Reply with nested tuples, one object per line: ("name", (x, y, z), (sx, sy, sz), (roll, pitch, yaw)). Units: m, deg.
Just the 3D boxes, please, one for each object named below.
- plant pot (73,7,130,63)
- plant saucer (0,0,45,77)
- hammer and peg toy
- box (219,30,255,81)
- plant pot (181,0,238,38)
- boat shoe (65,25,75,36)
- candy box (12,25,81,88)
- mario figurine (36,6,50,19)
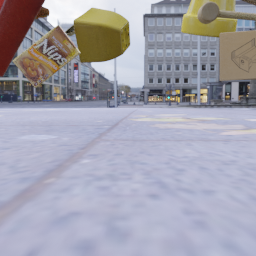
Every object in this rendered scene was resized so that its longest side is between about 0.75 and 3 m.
("plant pot", (-0.754, -3.149, 9.623), (1.527, 1.483, 1.492), (10, 41, 16))
("plant saucer", (-2.540, -2.721, 5.299), (0.480, 2.610, 2.615), (-8, -16, -41))
("hammer and peg toy", (2.335, -3.191, 5.771), (1.740, 2.366, 0.834), (16, 11, -7))
("box", (3.324, -1.965, 7.607), (1.606, 1.313, 0.171), (0, 3, 15))
("plant pot", (2.585, -3.706, 8.651), (1.687, 1.587, 1.687), (3, 24, -1))
("boat shoe", (-2.155, -4.127, 11.531), (1.007, 0.367, 0.317), (-23, 5, 20))
("candy box", (-2.395, -2.115, 8.338), (1.723, 0.995, 0.477), (-37, 16, 5))
("mario figurine", (-2.146, -3.542, 6.281), (1.227, 1.987, 1.053), (7, 34, 28))
